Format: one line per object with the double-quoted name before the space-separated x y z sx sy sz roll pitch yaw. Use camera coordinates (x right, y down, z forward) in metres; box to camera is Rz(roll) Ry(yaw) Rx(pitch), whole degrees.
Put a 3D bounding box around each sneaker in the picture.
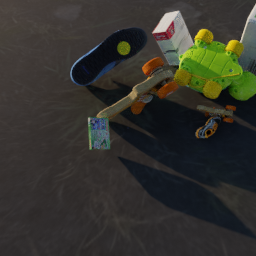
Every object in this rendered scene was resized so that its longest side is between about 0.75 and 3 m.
"sneaker" 2.359 0.015 7.976 0.917 0.359 0.354 -40 27 -17
"sneaker" -0.683 -2.385 9.230 2.814 0.928 1.103 -34 14 -1

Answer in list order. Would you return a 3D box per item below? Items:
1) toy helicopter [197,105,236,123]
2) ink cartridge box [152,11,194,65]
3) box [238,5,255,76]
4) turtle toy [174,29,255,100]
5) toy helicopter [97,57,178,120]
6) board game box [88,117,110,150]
"toy helicopter" 2.489 -0.501 8.198 1.176 0.778 0.464 12 91 -22
"ink cartridge box" 1.613 -3.067 9.726 0.615 1.475 1.071 8 57 43
"box" 4.932 -2.824 9.034 2.242 2.253 1.930 24 62 19
"turtle toy" 2.786 -1.727 8.788 2.631 1.330 1.918 29 87 20
"toy helicopter" 0.219 -0.914 8.278 2.543 1.681 1.003 -31 86 4
"board game box" -0.780 0.149 7.592 0.586 0.127 0.871 3 78 -38
